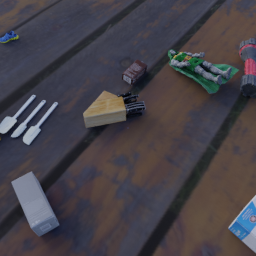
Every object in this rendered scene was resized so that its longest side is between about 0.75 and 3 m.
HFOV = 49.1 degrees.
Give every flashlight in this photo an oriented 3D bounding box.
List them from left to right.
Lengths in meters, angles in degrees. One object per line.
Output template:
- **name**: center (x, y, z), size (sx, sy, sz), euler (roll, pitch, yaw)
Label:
- **flashlight**: center (4.730, -2.403, 10.914), size (0.870, 0.873, 2.570), euler (12, 54, 12)

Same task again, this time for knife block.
- **knife block**: center (-0.387, -0.536, 9.679), size (1.642, 0.598, 1.870), euler (25, 57, 19)

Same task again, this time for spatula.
- **spatula**: center (-3.481, -0.399, 9.870), size (1.369, 0.158, 1.969), euler (19, 56, 15)

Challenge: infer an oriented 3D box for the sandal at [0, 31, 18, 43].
- **sandal**: center (-5.347, -4.075, 12.470), size (0.839, 0.365, 0.334), euler (-30, 61, -18)

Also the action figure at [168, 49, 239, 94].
- **action figure**: center (2.585, -2.448, 10.881), size (1.675, 0.775, 2.836), euler (-34, 47, -23)

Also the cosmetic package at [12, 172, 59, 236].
- **cosmetic package**: center (-2.527, 2.057, 7.640), size (0.687, 0.814, 1.524), euler (-26, 59, -16)

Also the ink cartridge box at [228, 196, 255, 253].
- **ink cartridge box**: center (3.843, 2.689, 7.146), size (1.410, 0.827, 1.926), euler (-37, 62, -23)

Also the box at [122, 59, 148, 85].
- **box**: center (0.263, -2.204, 11.041), size (0.521, 0.390, 1.041), euler (34, 61, 15)
